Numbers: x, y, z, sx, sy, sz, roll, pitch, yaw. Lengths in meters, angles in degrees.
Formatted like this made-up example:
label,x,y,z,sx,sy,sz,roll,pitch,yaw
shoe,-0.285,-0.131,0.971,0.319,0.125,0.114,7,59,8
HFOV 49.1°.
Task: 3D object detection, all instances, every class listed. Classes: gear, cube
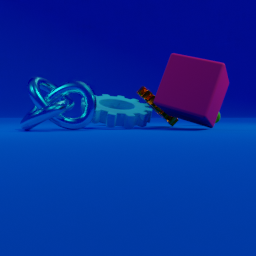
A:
label,x,y,z,sx,sy,sz,roll,pitch,yaw
gear,0.970,-0.720,9.255,1.633,0.302,1.633,43,4,-4
gear,-0.346,-0.526,8.222,2.048,0.379,2.048,8,20,-3
cube,1.711,-0.946,7.393,1.385,1.385,1.385,19,-2,26

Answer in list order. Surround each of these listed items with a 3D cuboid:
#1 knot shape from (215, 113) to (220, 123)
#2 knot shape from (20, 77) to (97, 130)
label,x,y,z,sx,sy,sz,roll,pitch,yaw
knot shape,2.874,-0.688,10.320,1.039,1.111,0.513,4,22,11
knot shape,-1.849,-0.678,7.004,1.880,0.869,1.760,-17,47,-22
